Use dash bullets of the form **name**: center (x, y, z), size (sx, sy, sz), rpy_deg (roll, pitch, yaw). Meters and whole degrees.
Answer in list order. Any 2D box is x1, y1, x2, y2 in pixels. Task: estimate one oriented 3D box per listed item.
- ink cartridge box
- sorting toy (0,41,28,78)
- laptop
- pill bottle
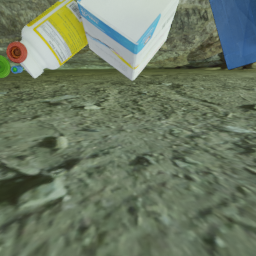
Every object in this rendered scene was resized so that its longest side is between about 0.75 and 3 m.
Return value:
- **ink cartridge box**: center (0.025, -3.084, 8.275), size (1.954, 1.963, 2.676), rpy_deg (37, -9, 5)
- **sorting toy**: center (-3.361, -1.926, 8.129), size (1.257, 0.755, 0.516), rpy_deg (-35, 10, 10)
- **laptop**: center (1.844, -1.857, 4.566), size (1.037, 1.676, 1.790), rpy_deg (-15, 7, 28)
- **pill bottle**: center (-2.477, -3.135, 9.626), size (2.985, 1.678, 1.678), rpy_deg (-42, 27, -10)
